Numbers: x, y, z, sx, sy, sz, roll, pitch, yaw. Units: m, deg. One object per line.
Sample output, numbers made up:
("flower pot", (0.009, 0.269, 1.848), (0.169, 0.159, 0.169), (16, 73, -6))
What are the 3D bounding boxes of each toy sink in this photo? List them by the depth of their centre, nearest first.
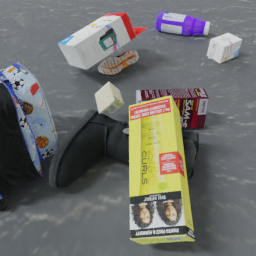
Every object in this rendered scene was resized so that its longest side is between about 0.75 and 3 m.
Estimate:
("toy sink", (-0.435, -0.643, 6.799), (0.508, 0.437, 0.780), (-40, 41, 19))

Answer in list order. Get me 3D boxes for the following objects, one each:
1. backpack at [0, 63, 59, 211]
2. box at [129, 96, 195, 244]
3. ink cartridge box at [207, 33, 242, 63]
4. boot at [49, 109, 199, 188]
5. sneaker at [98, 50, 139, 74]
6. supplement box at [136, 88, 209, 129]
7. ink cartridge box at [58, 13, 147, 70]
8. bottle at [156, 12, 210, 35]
("backpack", (-2.787, -0.242, 5.778), (2.121, 2.754, 2.623), (-28, 45, -33))
("box", (0.557, 0.701, 5.145), (0.978, 0.651, 2.599), (-11, 57, 19))
("ink cartridge box", (3.266, -2.739, 9.652), (1.019, 0.655, 0.638), (-26, 50, -23))
("boot", (0.038, 0.659, 6.024), (2.769, 0.909, 2.282), (16, 47, 10))
("sneaker", (-0.336, -2.124, 9.181), (1.389, 0.544, 0.536), (-23, 17, -13))
("supplement box", (1.073, -0.465, 7.052), (1.717, 0.934, 0.523), (-3, 36, -2))
("ink cartridge box", (-0.773, -2.837, 8.667), (2.422, 0.814, 1.407), (-38, 33, -17))
("bottle", (2.157, -4.071, 11.025), (2.041, 0.666, 0.853), (14, 44, 15))
